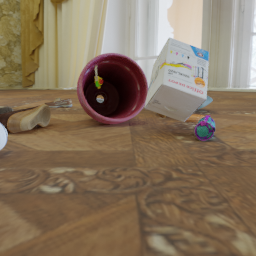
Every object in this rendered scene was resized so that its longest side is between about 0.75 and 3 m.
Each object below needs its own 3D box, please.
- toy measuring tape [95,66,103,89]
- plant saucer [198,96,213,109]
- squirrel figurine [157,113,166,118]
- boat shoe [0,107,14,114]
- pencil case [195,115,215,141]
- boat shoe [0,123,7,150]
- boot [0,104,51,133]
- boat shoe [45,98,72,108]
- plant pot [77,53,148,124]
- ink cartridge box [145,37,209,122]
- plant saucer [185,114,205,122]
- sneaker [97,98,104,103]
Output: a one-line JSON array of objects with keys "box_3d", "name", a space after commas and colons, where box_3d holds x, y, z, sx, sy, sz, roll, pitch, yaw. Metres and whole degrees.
[{"box_3d": [-0.972, -1.682, 9.271, 0.277, 0.753, 0.277, -3, 11, 1], "name": "toy measuring tape"}, {"box_3d": [2.753, -1.325, 14.007, 2.818, 0.542, 2.818, 10, -4, 1], "name": "plant saucer"}, {"box_3d": [2.065, -1.177, 12.496, 1.769, 1.341, 1.895, 3, 11, -24], "name": "squirrel figurine"}, {"box_3d": [-5.509, -0.609, 11.291, 1.647, 0.624, 0.591, 3, 2, -41], "name": "boat shoe"}, {"box_3d": [2.193, -0.010, 7.900, 0.522, 0.567, 1.227, 3, 10, 17], "name": "pencil case"}, {"box_3d": [-3.560, -0.001, 6.651, 2.721, 1.001, 0.889, 8, 17, 34], "name": "boat shoe"}, {"box_3d": [-3.697, -0.376, 9.282, 1.786, 0.777, 2.147, 3, 14, 6], "name": "boot"}, {"box_3d": [-3.920, -1.437, 15.773, 1.535, 0.551, 0.581, -3, 11, -16], "name": "boat shoe"}, {"box_3d": [-0.776, -1.324, 10.698, 2.508, 2.508, 2.245, -4, -4, -19], "name": "plant pot"}, {"box_3d": [1.546, -1.483, 8.800, 1.439, 1.955, 1.414, 17, -31, -9], "name": "ink cartridge box"}, {"box_3d": [2.547, -0.410, 11.166, 1.169, 0.189, 1.169, 0, 10, 0], "name": "plant saucer"}, {"box_3d": [-1.089, -1.038, 13.640, 1.868, 0.682, 0.661, 7, -1, -14], "name": "sneaker"}]
